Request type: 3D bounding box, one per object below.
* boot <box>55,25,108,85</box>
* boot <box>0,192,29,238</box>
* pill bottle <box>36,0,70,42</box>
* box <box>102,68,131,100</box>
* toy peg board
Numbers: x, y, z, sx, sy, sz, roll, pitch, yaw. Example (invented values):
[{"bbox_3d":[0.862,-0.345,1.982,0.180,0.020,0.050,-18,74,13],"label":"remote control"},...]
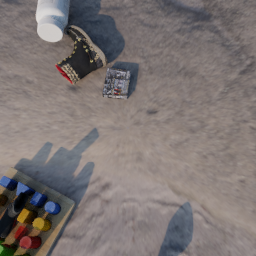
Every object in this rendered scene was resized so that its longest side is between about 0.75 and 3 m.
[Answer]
[{"bbox_3d":[-1.596,-2.176,8.335,1.302,0.633,1.730,-40,79,-15],"label":"boot"},{"bbox_3d":[-2.521,1.914,6.144,0.317,0.966,0.796,25,51,-28],"label":"boot"},{"bbox_3d":[-2.304,-3.505,8.575,0.941,0.941,1.645,-1,64,-1],"label":"pill bottle"},{"bbox_3d":[-0.322,-1.302,8.179,0.721,0.228,0.915,6,68,2],"label":"box"},{"bbox_3d":[-2.603,2.100,6.407,1.989,0.973,1.981,25,71,10],"label":"toy peg board"}]
